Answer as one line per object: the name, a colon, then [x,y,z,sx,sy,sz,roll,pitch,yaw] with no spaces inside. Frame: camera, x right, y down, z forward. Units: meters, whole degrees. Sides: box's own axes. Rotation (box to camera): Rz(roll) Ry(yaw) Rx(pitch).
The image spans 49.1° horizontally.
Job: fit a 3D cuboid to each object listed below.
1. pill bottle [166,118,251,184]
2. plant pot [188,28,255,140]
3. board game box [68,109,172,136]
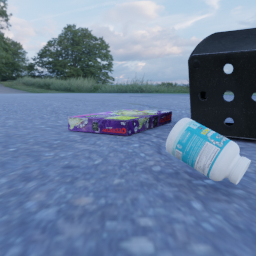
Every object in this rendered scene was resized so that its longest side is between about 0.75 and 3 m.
pill bottle: [0.833,0.252,2.933,0.805,0.446,0.446,32,24,27]
plant pot: [2.572,-0.913,6.119,2.471,2.465,2.192,7,21,40]
board game box: [-0.069,-0.225,7.672,1.706,0.459,2.843,9,12,28]
